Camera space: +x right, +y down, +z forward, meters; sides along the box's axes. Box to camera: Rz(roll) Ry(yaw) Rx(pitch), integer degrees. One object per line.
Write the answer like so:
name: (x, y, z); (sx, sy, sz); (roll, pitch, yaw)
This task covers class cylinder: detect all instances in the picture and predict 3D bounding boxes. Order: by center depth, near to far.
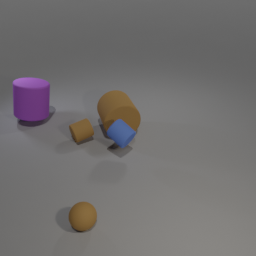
cylinder: (-0.220, 0.181, 9.204); (0.700, 0.700, 0.700); (41, 45, 14)
cylinder: (-1.711, 0.088, 10.300); (0.700, 0.700, 0.700); (-24, 38, -20)
cylinder: (-0.378, -0.551, 10.796); (1.400, 1.400, 1.400); (-9, 33, -14)
cylinder: (-3.918, -1.180, 11.392); (1.400, 1.400, 1.400); (8, 25, -4)

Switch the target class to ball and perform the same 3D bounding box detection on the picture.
ball: (-1.124, 2.193, 6.971); (0.700, 0.700, 0.700); (0, 31, 0)
